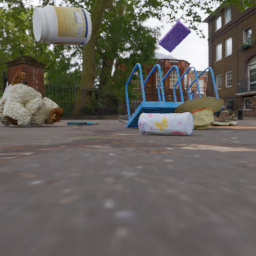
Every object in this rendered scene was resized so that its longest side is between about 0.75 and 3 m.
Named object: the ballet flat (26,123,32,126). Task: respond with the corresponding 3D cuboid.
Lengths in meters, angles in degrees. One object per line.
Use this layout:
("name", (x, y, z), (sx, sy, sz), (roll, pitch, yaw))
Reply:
("ballet flat", (-5.036, -0.308, 14.342), (0.385, 0.364, 1.143), (0, 2, 8))

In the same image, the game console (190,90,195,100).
("game console", (2.970, -1.077, 15.451), (1.781, 1.234, 2.086), (-24, -3, 6))

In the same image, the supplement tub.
("supplement tub", (-2.138, -3.303, 9.075), (1.637, 1.182, 1.182), (-8, 6, -30))

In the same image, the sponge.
("sponge", (1.641, -3.210, 9.909), (0.622, 0.166, 1.116), (28, -45, -22))

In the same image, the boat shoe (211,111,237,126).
("boat shoe", (4.510, -0.458, 13.284), (0.730, 0.732, 1.978), (2, 3, 41))

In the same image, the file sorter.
("file sorter", (1.546, -1.166, 10.333), (2.953, 1.812, 2.049), (0, -18, -15))

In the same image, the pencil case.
("pencil case", (0.843, -0.092, 6.258), (1.215, 0.505, 0.551), (1, 4, 25))

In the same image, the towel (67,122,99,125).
("towel", (-2.423, -0.240, 15.335), (1.254, 0.186, 1.710), (1, 1, 14))

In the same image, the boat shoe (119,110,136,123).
("boat shoe", (0.803, -0.756, 17.229), (2.845, 1.043, 1.060), (-1, 2, -16))

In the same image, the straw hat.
("straw hat", (2.396, -0.344, 9.143), (1.664, 0.704, 1.664), (-6, -21, -2))

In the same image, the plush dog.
("plush dog", (-4.209, -0.930, 12.475), (2.489, 2.325, 2.898), (28, -16, -36))
